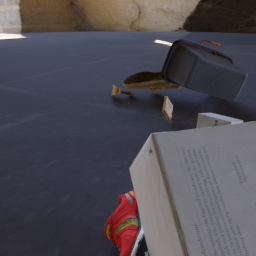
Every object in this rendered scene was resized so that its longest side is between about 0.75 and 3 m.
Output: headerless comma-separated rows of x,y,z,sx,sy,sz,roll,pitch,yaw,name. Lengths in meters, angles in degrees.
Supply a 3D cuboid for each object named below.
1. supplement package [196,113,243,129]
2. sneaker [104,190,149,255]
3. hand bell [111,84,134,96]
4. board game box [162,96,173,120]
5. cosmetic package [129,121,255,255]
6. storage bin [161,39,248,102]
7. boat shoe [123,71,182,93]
2.306,-0.016,7.135,0.570,0.568,0.971,-4,17,-39,supplement package
0.017,1.582,4.039,0.784,0.711,1.847,-14,20,14,sneaker
-0.209,-1.471,11.478,0.921,0.480,0.480,10,23,-5,hand bell
1.290,-0.664,9.055,0.132,0.419,0.877,-22,30,25,board game box
1.240,1.053,3.156,1.973,1.213,1.966,-5,65,-17,cosmetic package
2.935,-2.096,10.268,2.730,1.987,1.833,13,22,-18,storage bin
1.066,-1.850,11.737,2.537,0.818,0.904,-4,39,14,boat shoe
